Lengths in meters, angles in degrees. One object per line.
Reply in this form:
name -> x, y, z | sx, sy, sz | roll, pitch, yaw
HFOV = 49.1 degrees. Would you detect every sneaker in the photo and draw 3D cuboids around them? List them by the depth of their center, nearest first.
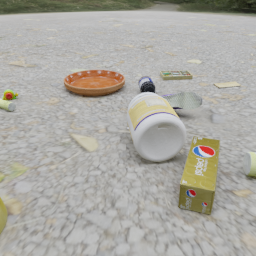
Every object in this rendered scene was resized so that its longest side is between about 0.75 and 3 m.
sneaker -> 1.846, -1.061, 10.869 | 1.972, 0.685, 0.981 | -4, 10, 10

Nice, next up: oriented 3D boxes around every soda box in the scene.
soda box -> 1.883, 1.103, 7.201 | 0.781, 0.738, 2.307 | 8, 30, 17

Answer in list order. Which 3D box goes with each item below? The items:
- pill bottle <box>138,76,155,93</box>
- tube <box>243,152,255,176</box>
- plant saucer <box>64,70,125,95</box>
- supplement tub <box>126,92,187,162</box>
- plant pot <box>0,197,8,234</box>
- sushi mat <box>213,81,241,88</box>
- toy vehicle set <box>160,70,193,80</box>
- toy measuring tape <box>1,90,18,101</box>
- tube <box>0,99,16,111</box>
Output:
pill bottle -> 0.878, -1.870, 12.796 | 0.682, 0.682, 1.220 | -3, 29, -5
tube -> 4.427, 1.092, 7.458 | 2.508, 0.728, 0.651 | 5, -14, 4
plant saucer -> -1.620, -2.221, 13.678 | 2.964, 0.478, 2.964 | 1, 28, 0
supplement tub -> 0.775, -0.120, 8.619 | 1.531, 1.531, 2.106 | -4, 29, -7
plant pot -> -3.686, 1.521, 5.670 | 2.053, 1.457, 2.053 | -1, 28, 0
sushi mat -> 4.949, -2.160, 13.977 | 1.263, 0.076, 0.604 | -7, 30, -13
toy vehicle set -> 2.588, -2.861, 15.132 | 1.595, 0.211, 0.991 | -3, 28, -5
toy measuring tape -> -5.460, -1.428, 12.241 | 1.253, 0.461, 0.461 | -9, 30, -17
tube -> -5.187, -0.993, 11.561 | 1.382, 0.359, 0.401 | 15, -7, 35
